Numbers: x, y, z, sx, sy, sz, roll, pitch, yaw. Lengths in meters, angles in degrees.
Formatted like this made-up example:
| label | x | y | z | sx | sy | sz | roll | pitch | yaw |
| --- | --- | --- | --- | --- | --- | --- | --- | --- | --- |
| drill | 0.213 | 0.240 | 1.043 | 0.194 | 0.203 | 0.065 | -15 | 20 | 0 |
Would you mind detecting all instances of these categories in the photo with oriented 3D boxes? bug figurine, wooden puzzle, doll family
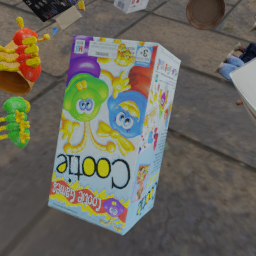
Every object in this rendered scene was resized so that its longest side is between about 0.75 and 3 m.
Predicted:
| label | x | y | z | sx | sy | sz | roll | pitch | yaw |
| --- | --- | --- | --- | --- | --- | --- | --- | --- | --- |
| bug figurine | -2.497 | -0.676 | 4.897 | 2.739 | 2.124 | 0.705 | -3 | 3 | 18 |
| wooden puzzle | -1.628 | -3.034 | 7.755 | 1.140 | 0.133 | 0.769 | -30 | 54 | 8 |
| doll family | 3.098 | -1.504 | 6.061 | 1.514 | 1.028 | 2.620 | 40 | 94 | 8 |

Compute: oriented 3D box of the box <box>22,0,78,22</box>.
| label | x | y | z | sx | sy | sz | roll | pitch | yaw |
| --- | --- | --- | --- | --- | --- | --- | --- | --- | --- |
| box | -2.359 | -4.410 | 9.069 | 1.916 | 1.016 | 1.171 | 0 | 55 | 46 |

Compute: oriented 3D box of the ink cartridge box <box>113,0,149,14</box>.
| label | x | y | z | sx | sy | sz | roll | pitch | yaw |
| --- | --- | --- | --- | --- | --- | --- | --- | --- | --- |
| ink cartridge box | 0.279 | -4.533 | 9.205 | 0.573 | 1.199 | 1.366 | 37 | 40 | 11 |

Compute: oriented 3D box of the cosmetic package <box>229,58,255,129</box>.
| label | x | y | z | sx | sy | sz | roll | pitch | yaw |
| --- | --- | --- | --- | --- | --- | --- | --- | --- | --- |
| cosmetic package | 2.429 | -0.141 | 4.315 | 0.854 | 1.958 | 1.012 | -29 | 38 | 18 |

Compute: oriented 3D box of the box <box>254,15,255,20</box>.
| label | x | y | z | sx | sy | sz | roll | pitch | yaw |
| --- | --- | --- | --- | --- | --- | --- | --- | --- | --- |
| box | 4.171 | -3.377 | 8.251 | 0.216 | 0.707 | 0.893 | 14 | 38 | -16 |

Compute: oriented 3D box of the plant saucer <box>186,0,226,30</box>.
| label | x | y | z | sx | sy | sz | roll | pitch | yaw |
| --- | --- | --- | --- | --- | --- | --- | --- | --- | --- |
| plant saucer | 2.039 | -3.109 | 7.376 | 1.006 | 1.006 | 0.184 | 11 | 35 | 10 |

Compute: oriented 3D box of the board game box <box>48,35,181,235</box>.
| label | x | y | z | sx | sy | sz | roll | pitch | yaw |
| --- | --- | --- | --- | --- | --- | --- | --- | --- | --- |
| board game box | -0.185 | 0.040 | 4.655 | 1.388 | 2.696 | 1.414 | 13 | 7 | 22 |

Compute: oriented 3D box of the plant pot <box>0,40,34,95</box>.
| label | x | y | z | sx | sy | sz | roll | pitch | yaw |
| --- | --- | --- | --- | --- | --- | --- | --- | --- | --- |
| plant pot | -3.009 | -1.708 | 7.518 | 1.250 | 1.250 | 1.145 | 9 | 60 | 8 |
